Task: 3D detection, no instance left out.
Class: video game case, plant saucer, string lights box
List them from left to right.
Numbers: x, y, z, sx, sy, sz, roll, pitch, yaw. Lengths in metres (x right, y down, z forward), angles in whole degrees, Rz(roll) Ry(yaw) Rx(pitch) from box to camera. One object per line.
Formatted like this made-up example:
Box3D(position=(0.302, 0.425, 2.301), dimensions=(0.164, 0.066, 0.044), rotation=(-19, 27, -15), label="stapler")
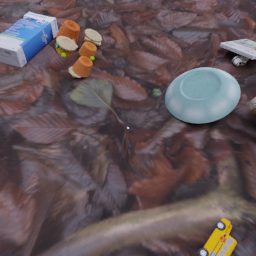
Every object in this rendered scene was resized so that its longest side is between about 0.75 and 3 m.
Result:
Box3D(position=(-3.925, -3.450, 10.731), dimensions=(1.311, 0.752, 2.551), rotation=(18, 51, 15), label="string lights box")
Box3D(position=(2.204, -1.166, 8.516), dimensions=(2.271, 0.437, 2.271), rotation=(-11, 52, 14), label="plant saucer")
Box3D(position=(4.459, -2.927, 10.326), dimensions=(1.415, 0.178, 1.555), rotation=(-16, 37, -25), label="video game case")

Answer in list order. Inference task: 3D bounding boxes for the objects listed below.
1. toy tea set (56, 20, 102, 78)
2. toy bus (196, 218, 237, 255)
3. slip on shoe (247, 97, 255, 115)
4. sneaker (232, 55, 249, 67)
Box3D(position=(-1.947, -2.794, 10.262), dimensions=(1.652, 1.028, 2.777), rotation=(23, 42, -19), label="toy tea set")
Box3D(position=(1.760, 2.510, 5.684), dimensions=(0.526, 0.437, 1.344), rotation=(32, 56, 25), label="toy bus")
Box3D(position=(4.070, -0.654, 7.788), dimensions=(2.541, 0.966, 0.770), rotation=(-13, 68, -55), label="slip on shoe")
Box3D(position=(4.218, -2.476, 10.219), dimensions=(0.845, 0.323, 0.340), rotation=(-22, 62, -12), label="sneaker")
